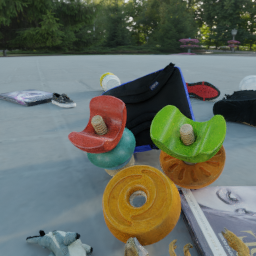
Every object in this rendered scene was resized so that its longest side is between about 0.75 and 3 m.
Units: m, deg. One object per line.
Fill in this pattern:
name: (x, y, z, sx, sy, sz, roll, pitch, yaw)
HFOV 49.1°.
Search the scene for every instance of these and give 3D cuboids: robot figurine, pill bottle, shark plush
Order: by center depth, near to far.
shark plush: (-1.025, 1.647, 3.864, 1.107, 0.503, 0.461, 12, 52, 21)
robot figurine: (5.908, -1.861, 13.261, 1.724, 1.148, 2.033, -30, 5, 25)
pill bottle: (-0.975, -2.452, 15.335, 1.004, 1.004, 1.781, -4, 19, -12)

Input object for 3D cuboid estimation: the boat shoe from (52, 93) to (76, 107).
boat shoe: (-2.892, -1.290, 12.518, 0.569, 0.539, 1.627, -15, 23, -38)

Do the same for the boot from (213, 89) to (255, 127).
boot: (4.729, -0.800, 10.322, 2.786, 1.031, 2.283, 10, 21, 40)

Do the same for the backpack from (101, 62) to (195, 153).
backpack: (0.500, -0.219, 7.047, 2.238, 1.818, 1.878, -16, -16, 15)

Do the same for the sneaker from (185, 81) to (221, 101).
sneaker: (3.589, -1.955, 13.959, 2.361, 0.936, 1.128, 17, 23, 41)

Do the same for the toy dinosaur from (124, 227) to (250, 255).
toy dinosaur: (0.976, 1.908, 2.815, 1.374, 0.781, 2.587, -42, 34, -17)

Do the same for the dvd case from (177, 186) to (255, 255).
dvd case: (2.418, 1.525, 4.395, 2.962, 0.237, 2.203, -2, 18, -4)

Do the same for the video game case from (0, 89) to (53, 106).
video game case: (-4.808, -1.540, 13.773, 2.759, 0.262, 1.971, 15, 23, 37)

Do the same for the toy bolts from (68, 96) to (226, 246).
toy bolts: (0.217, 0.822, 5.170, 2.644, 1.834, 2.526, 18, 61, 28)
